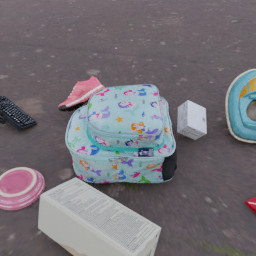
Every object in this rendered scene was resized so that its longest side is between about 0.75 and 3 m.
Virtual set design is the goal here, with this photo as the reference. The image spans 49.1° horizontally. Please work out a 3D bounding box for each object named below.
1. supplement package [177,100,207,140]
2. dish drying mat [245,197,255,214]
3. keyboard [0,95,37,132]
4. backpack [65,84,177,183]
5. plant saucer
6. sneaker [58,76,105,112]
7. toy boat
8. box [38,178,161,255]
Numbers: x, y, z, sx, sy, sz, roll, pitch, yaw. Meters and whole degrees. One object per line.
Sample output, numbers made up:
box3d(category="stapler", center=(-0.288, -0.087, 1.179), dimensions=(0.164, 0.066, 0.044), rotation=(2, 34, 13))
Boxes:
box3d(category="supplement package", center=(1.849, -0.225, 8.118), dimensions=(0.689, 0.490, 0.884), rotation=(21, 57, -22))
box3d(category="dish drying mat", center=(3.384, 1.610, 6.394), dimensions=(1.325, 0.121, 0.509), rotation=(-18, 27, -12))
box3d(category="keyboard", center=(-3.729, -0.476, 8.727), dimensions=(1.651, 0.212, 0.991), rotation=(35, 36, 17))
box3d(category="backpack", center=(-0.210, 0.167, 6.963), dimensions=(2.641, 1.989, 2.345), rotation=(-7, 41, 6))
box3d(category="plant saucer", center=(-2.637, 1.369, 6.697), dimensions=(1.236, 0.313, 1.236), rotation=(1, 37, 0))
box3d(category="sneaker", center=(-1.599, -1.113, 9.143), dimensions=(1.653, 0.609, 0.717), rotation=(-31, 84, -13))
box3d(category="toy boat", center=(4.155, -0.693, 7.913), dimensions=(2.647, 1.230, 2.225), rotation=(0, 78, 10))
box3d(category="box", center=(-0.602, 1.901, 5.345), dimensions=(2.182, 0.848, 1.036), rotation=(24, 25, 29))
